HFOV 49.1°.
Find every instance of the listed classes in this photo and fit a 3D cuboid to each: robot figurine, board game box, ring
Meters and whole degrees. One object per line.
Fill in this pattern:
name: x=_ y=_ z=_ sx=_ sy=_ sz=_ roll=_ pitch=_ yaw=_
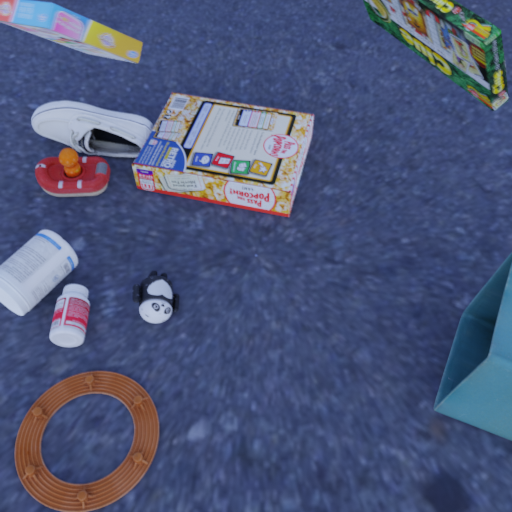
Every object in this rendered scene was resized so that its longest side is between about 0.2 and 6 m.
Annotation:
robot figurine: x=-1.568 y=0.644 z=8.795 sx=0.633 sy=0.526 sz=0.843 roll=-8 pitch=52 yaw=4
board game box: x=2.563 y=-3.529 z=8.525 sx=0.359 sy=1.601 sz=3.057 roll=-43 pitch=56 yaw=10
ring: x=-2.308 y=2.444 z=7.637 sx=1.951 sy=0.187 sz=1.951 roll=0 pitch=53 yaw=-1
board game box: x=-0.554 y=-2.013 z=10.728 sx=2.951 sy=0.683 sz=2.235 roll=12 pitch=53 yaw=9
board game box: x=-3.146 y=-3.827 z=9.557 sx=1.464 sy=0.386 sz=1.913 roll=21 pitch=12 yaw=31

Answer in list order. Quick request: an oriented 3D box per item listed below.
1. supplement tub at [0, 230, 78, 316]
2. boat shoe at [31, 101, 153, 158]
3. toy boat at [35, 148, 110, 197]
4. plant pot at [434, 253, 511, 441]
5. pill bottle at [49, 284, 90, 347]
supplement tub: x=-3.548 y=0.250 z=8.925 sx=0.814 sy=0.814 sz=1.233 roll=28 pitch=57 yaw=20
boat shoe: x=-3.250 y=-2.360 z=10.946 sx=2.436 sy=0.876 sz=0.800 roll=11 pitch=48 yaw=-2
toy boat: x=-3.406 y=-1.618 z=10.319 sx=1.315 sy=0.860 sz=0.858 roll=-3 pitch=53 yaw=-2
plant pot: x=4.081 y=1.562 z=7.399 sx=2.568 sy=1.815 sz=1.814 roll=25 pitch=56 yaw=10
pill bottle: x=-2.842 y=0.907 z=8.611 sx=0.501 sy=0.501 sz=0.893 roll=-1 pitch=53 yaw=-1
